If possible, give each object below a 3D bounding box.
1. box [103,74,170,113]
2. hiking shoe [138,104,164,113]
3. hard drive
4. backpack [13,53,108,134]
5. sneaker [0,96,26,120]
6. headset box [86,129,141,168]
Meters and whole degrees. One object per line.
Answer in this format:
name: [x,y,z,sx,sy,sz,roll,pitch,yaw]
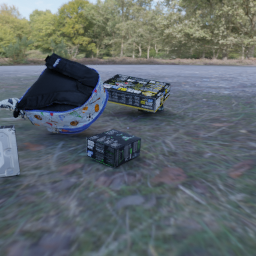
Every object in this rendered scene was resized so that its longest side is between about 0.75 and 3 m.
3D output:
box: [0.200,-1.242,9.473,2.111,0.521,1.686,13,31,19]
hiking shoe: [0.788,-0.827,9.830,1.182,0.512,0.440,-14,21,-42]
hard drive: [-2.443,0.433,4.558,1.220,0.852,0.231,-5,16,-20]
backpack: [-1.475,-0.709,6.969,1.879,1.519,1.972,6,59,30]
sneaker: [-3.205,-0.505,8.046,1.008,0.656,0.402,-18,-6,-29]
headset box: [-0.256,0.363,5.531,0.753,0.401,0.865,17,23,33]
